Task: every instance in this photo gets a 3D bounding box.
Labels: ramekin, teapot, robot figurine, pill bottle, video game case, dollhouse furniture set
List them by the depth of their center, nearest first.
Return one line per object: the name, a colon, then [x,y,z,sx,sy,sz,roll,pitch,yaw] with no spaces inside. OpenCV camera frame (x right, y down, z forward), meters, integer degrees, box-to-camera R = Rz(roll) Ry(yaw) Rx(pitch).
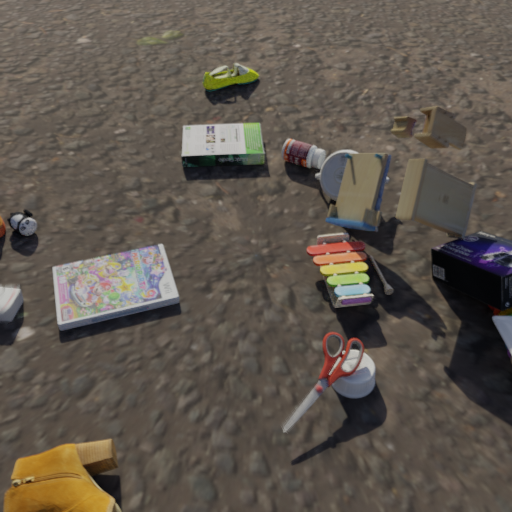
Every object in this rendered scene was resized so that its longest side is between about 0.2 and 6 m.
ramekin: [1.641,1.973,9.480,0.784,0.382,0.784,0,44,0]
video game case: [-2.806,0.565,11.103,2.266,0.204,1.623,-13,45,-13]
dollhouse furniture set: [2.996,-1.588,11.740,1.671,2.417,2.560,15,-2,-35]
robot figurine: [-5.142,-0.716,12.288,0.683,0.513,0.426,27,37,24]
teapot: [2.164,-1.829,13.119,1.312,1.295,0.958,56,26,19]
pill bottle: [1.201,-2.555,14.140,1.003,0.573,0.573,20,47,21]

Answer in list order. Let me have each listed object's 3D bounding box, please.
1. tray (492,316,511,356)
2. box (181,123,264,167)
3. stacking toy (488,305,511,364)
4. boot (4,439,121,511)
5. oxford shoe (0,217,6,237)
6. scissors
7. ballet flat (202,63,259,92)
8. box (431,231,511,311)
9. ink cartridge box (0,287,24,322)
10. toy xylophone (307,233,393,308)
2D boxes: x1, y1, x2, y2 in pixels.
tray: [5.428,1.544,9.446,2.690,0.298,1.444,3,49,-18]
box: [-0.881,-2.919,14.685,2.110,0.383,1.523,-3,43,-2]
stacking toy: [4.656,1.211,10.098,0.736,0.736,1.723,-2,40,-3]
boot: [-2.636,3.570,7.629,1.536,0.755,2.146,-15,41,-8]
oxford shoe: [-6.418,-1.369,12.604,0.929,0.947,2.611,-31,51,-29]
scissors: [1.131,2.093,9.009,0.717,0.137,1.961,29,62,3]
ballet flat: [-0.764,-5.593,17.310,1.906,0.639,0.637,-19,46,-20]
box: [4.448,0.220,10.620,1.317,0.736,1.866,-16,22,-19]
ink cartridge box: [-4.932,0.897,10.623,0.798,0.334,0.579,6,41,2]
toy xylophone: [1.890,0.298,11.178,1.411,0.484,1.927,-11,45,-12]
